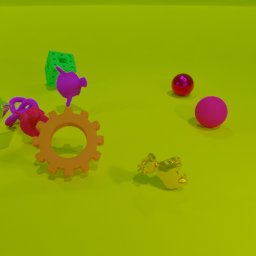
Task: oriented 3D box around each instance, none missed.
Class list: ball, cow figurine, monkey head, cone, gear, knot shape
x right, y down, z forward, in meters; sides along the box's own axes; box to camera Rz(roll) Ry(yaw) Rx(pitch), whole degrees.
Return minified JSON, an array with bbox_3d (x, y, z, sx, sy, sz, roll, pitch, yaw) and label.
[{"bbox_3d":[2.223,-1.757,11.398,0.937,0.937,0.937,0,26,0],"label":"ball"},{"bbox_3d":[0.726,0.948,6.034,0.938,0.953,0.523,-20,17,9],"label":"cow figurine"},{"bbox_3d":[-1.900,-1.441,9.338,0.846,1.404,1.010,-24,18,-37],"label":"monkey head"},{"bbox_3d":[-3.444,-0.549,7.453,1.058,1.058,1.062,7,11,13],"label":"cone"},{"bbox_3d":[2.596,-0.505,8.763,0.998,0.998,0.998,0,26,0],"label":"ball"},{"bbox_3d":[-1.381,0.314,6.546,1.602,1.602,0.296,-5,-17,-10],"label":"gear"},{"bbox_3d":[-3.395,-0.599,8.969,1.232,0.569,1.153,-23,48,2],"label":"knot shape"},{"bbox_3d":[-2.638,-0.156,7.622,1.280,0.771,0.921,51,4,12],"label":"monkey head"}]

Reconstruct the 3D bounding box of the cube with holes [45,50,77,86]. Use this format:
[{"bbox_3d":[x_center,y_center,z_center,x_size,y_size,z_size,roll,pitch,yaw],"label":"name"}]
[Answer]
[{"bbox_3d":[-2.927,-2.518,12.084,1.049,1.049,1.049,2,52,-28],"label":"cube with holes"}]
